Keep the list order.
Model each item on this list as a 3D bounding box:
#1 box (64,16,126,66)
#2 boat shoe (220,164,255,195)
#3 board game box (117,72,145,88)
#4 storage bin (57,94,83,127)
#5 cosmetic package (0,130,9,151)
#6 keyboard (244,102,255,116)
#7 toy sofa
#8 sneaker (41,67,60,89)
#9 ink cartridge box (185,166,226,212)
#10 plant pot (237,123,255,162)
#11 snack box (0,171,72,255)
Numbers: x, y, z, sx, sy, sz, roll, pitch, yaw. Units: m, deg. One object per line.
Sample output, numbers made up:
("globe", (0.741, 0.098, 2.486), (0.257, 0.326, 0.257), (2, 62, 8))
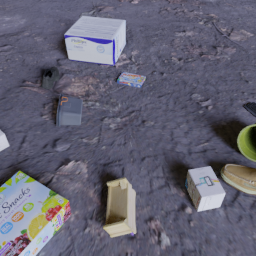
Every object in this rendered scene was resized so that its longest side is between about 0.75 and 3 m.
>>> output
("box", (-1.686, -4.897, 15.503), (2.630, 1.500, 2.859), (9, 42, 9))
("boat shoe", (4.198, 1.565, 8.623), (2.532, 0.964, 0.907), (18, 44, 19))
("board game box", (0.170, -2.353, 13.621), (1.186, 0.204, 0.803), (13, 43, 14))
("storage bin", (-2.331, -0.745, 11.326), (0.936, 1.014, 1.394), (5, 41, -10))
("cosmetic package", (-5.163, 0.630, 9.906), (1.540, 0.653, 0.829), (-33, 48, -32))
("keyboard", (5.778, -0.626, 11.718), (1.027, 0.166, 1.616), (-17, 45, -18))
("toy sofa", (-0.221, 2.317, 8.129), (0.662, 0.780, 1.599), (-19, 39, 17))
("sneaker", (-3.658, -2.554, 13.376), (0.643, 0.768, 1.692), (10, 39, -5))
("ink cartridge box", (2.302, 1.837, 8.478), (0.755, 0.758, 1.033), (-8, 43, -9))
("plant pot", (4.804, 0.298, 9.948), (1.437, 1.437, 1.364), (25, 34, 25))
("snack box", (-3.092, 2.565, 7.615), (2.006, 0.805, 2.379), (24, 46, 23))
